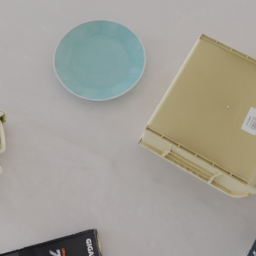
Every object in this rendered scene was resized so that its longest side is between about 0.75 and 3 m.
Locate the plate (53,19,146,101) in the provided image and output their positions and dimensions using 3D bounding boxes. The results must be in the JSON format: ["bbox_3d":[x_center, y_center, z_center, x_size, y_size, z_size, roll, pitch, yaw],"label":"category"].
[{"bbox_3d":[-0.751,-1.818,7.541,2.461,0.314,2.461,0,73,0],"label":"plate"}]

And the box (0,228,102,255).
[{"bbox_3d":[-1.472,3.430,5.768,2.148,0.538,2.164,-13,73,-3],"label":"box"}]

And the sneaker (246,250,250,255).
[{"bbox_3d":[3.337,3.059,5.830,1.792,0.668,0.780,18,78,6],"label":"sneaker"}]

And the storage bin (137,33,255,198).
[{"bbox_3d":[2.134,-0.273,6.540,2.774,1.310,2.794,30,74,8],"label":"storage bin"}]

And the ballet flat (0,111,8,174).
[{"bbox_3d":[-3.312,0.664,6.448,0.830,0.982,2.596,2,74,-8],"label":"ballet flat"}]

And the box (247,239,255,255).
[{"bbox_3d":[3.471,3.129,4.826,2.595,1.549,2.638,27,91,0],"label":"box"}]
